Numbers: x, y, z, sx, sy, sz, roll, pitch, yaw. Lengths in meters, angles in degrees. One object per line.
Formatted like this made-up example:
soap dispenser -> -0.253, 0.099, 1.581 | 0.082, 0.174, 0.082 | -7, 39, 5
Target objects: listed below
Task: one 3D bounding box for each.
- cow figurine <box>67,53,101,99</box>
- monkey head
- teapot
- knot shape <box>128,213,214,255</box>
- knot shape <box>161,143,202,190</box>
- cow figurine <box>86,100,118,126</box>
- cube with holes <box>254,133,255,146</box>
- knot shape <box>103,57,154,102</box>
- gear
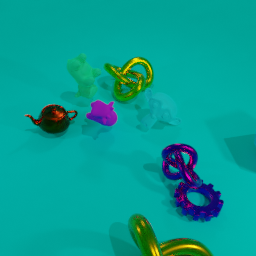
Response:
cow figurine -> -1.401, -1.519, 8.510 | 1.337, 1.358, 0.746 | -12, 39, 51
monkey head -> 0.891, -0.484, 8.231 | 1.474, 1.060, 0.888 | 45, 20, 1
teapot -> -2.154, -0.298, 7.969 | 1.475, 0.722, 0.917 | -10, 49, -23
knot shape -> 0.584, 2.325, 4.756 | 2.081, 0.962, 1.948 | 13, 30, -48
knot shape -> 1.202, 0.794, 6.487 | 0.587, 1.189, 1.271 | -34, 45, -21
cow figurine -> -0.617, -0.368, 7.646 | 1.163, 1.182, 0.649 | 14, 80, 43
cube with holes -> 3.934, 0.348, 6.886 | 1.113, 1.113, 1.113 | -14, 48, 6
knot shape -> 0.154, -1.784, 9.659 | 1.701, 0.840, 1.818 | -22, 61, -22
gear -> 1.617, 1.629, 6.446 | 1.084, 0.200, 1.084 | 3, 37, -2
